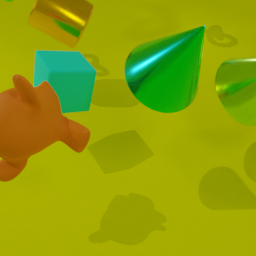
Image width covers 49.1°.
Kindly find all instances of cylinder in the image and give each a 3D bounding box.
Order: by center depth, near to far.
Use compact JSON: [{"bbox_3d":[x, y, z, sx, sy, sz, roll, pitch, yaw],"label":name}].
[{"bbox_3d":[-1.512,-2.573,6.340,1.122,1.122,1.122,25,48,-22],"label":"cylinder"}]

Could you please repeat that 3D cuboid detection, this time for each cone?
[{"bbox_3d":[0.659,-0.921,3.527,1.146,1.151,1.146,5,71,-16],"label":"cone"},{"bbox_3d":[2.379,-0.848,4.537,1.328,1.333,1.328,7,72,-22],"label":"cone"}]

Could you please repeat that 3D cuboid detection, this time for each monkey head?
[{"bbox_3d":[-1.209,0.040,3.721,1.234,1.715,1.034,31,33,5],"label":"monkey head"}]

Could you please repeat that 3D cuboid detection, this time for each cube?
[{"bbox_3d":[-1.216,-0.871,5.272,0.873,0.873,0.873,-8,40,-31],"label":"cube"}]

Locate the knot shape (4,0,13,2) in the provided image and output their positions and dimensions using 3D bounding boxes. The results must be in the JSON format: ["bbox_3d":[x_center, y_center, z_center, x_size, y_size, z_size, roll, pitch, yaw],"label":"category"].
[{"bbox_3d":[-2.550,-3.686,6.708,1.213,0.599,1.297,3,74,37],"label":"knot shape"}]
